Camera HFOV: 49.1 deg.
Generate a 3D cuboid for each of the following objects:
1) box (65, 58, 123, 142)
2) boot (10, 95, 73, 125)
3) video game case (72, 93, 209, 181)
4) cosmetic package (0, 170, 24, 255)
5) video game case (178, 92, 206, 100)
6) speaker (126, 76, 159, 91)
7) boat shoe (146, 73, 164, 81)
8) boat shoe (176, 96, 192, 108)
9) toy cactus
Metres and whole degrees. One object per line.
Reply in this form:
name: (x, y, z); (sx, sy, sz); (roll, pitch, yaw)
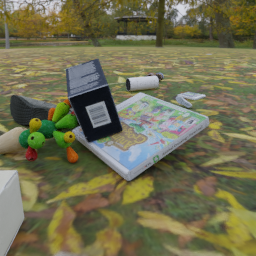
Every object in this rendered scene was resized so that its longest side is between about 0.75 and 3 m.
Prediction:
box: (-0.995, -0.846, 7.936); (1.066, 1.478, 1.991); (-19, 34, -2)
boot: (-2.908, -0.580, 10.322); (2.862, 0.969, 1.870); (19, 18, 36)
video game case: (0.216, -0.003, 7.890); (2.728, 0.331, 2.996); (-31, 34, -22)
cosmetic package: (-3.288, 1.437, 4.244); (2.904, 1.032, 1.528); (0, 20, 0)
video game case: (3.158, -1.599, 13.896); (0.928, 0.119, 1.020); (-18, 27, -41)
speaker: (0.775, -2.435, 15.325); (1.755, 0.713, 0.713); (-9, 22, -22)
boat shoe: (1.681, -3.222, 17.903); (0.504, 0.503, 1.393); (-20, 18, -34)
boat shoe: (2.415, -1.102, 12.108); (0.798, 0.287, 0.247); (39, 16, 24)
toy cactus: (-2.407, 0.237, 7.670); (2.369, 1.468, 2.871); (-18, 22, 6)
